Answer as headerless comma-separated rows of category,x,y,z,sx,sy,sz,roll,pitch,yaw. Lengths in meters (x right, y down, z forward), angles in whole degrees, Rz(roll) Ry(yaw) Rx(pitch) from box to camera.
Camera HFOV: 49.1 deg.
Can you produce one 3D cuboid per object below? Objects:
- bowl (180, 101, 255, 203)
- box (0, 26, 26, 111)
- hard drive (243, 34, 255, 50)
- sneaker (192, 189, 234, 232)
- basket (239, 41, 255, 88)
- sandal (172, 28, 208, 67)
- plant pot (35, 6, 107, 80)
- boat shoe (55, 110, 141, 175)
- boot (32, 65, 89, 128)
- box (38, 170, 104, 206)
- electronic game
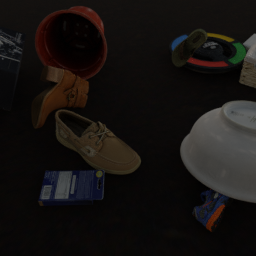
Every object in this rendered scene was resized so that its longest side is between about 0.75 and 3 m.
bowl,2.683,0.232,6.364,2.827,1.271,2.827,3,32,-2
box,-4.600,-2.094,8.536,2.472,1.413,2.715,12,38,-23
hard drive,5.802,-3.143,11.132,2.121,0.279,1.399,28,49,28
sneaker,1.868,1.445,5.929,0.586,0.562,1.493,23,45,30
basket,4.631,-2.170,9.480,1.181,1.075,1.743,24,48,23
sandal,1.947,-2.604,9.244,0.637,1.604,0.458,32,53,-8
plant pot,-1.792,-3.189,9.923,2.316,2.316,2.252,1,34,1
boat shoe,-0.850,0.310,6.935,2.564,0.827,0.914,23,47,23
boot,-1.949,-0.768,8.161,1.432,1.844,0.707,16,-6,-41
box,-1.221,1.323,6.273,1.375,0.223,0.833,-2,43,0
electronic game,3.033,-2.954,10.674,2.942,0.612,2.942,0,42,0
